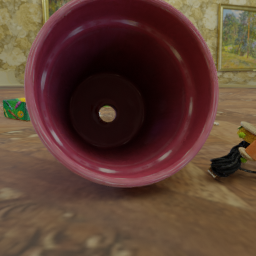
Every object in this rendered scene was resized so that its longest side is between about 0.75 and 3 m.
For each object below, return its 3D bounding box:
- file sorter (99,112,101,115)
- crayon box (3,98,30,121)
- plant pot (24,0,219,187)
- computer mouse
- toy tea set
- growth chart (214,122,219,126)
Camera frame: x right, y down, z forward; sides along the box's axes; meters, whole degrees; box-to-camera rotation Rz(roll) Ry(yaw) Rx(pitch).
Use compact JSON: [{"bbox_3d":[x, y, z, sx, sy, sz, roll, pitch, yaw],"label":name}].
[{"bbox_3d":[-1.268,-0.304,6.999,0.684,0.614,0.986,1,39,26],"label":"file sorter"},{"bbox_3d":[-3.375,-0.824,10.916,1.415,0.694,2.383,8,13,35],"label":"crayon box"},{"bbox_3d":[-0.229,-0.466,4.810,2.684,2.684,2.402,-2,-5,-12],"label":"plant pot"},{"bbox_3d":[2.444,0.595,3.952,1.357,0.543,2.474,-9,14,-44],"label":"computer mouse"},{"bbox_3d":[2.304,0.410,4.859,1.692,0.626,1.006,10,29,-40],"label":"toy tea set"},{"bbox_3d":[2.001,-0.200,9.195,1.569,0.139,1.136,-3,11,-12],"label":"growth chart"}]
